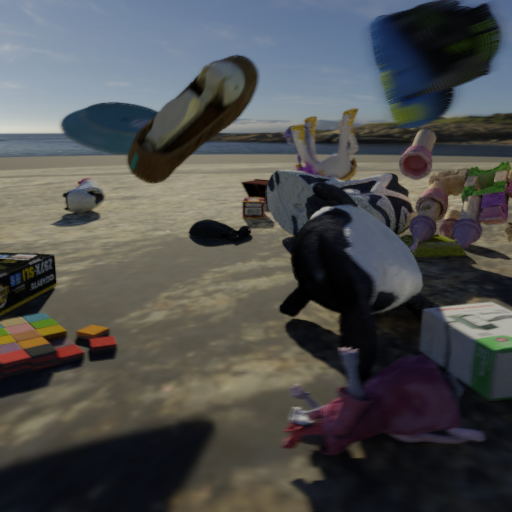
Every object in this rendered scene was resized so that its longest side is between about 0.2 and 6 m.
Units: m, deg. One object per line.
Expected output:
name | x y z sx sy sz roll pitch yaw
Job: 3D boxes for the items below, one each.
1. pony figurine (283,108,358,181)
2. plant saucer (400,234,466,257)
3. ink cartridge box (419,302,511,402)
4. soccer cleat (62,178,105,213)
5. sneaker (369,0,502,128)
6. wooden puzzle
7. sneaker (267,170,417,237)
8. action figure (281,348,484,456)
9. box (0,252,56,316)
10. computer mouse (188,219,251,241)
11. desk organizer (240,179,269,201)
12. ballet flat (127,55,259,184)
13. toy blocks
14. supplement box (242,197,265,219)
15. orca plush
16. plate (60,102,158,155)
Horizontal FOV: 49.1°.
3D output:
pony figurine | 1.621 -2.053 13.989 2.618 2.712 2.259 -17 22 -3
plant saucer | 3.058 -0.203 9.933 0.989 0.237 0.991 -2 13 -7
ink cartridge box | 2.082 0.803 4.961 0.807 0.465 1.106 -3 13 -14
soccer cleat | -4.429 -1.587 15.022 0.936 0.757 2.168 -1 19 0
sneaker | 2.095 -2.418 6.432 1.325 1.133 3.197 -10 26 26
wooden puzzle | -2.442 0.871 5.390 2.054 0.144 1.218 -10 16 -36
sneaker | 1.854 -1.048 11.304 2.118 1.299 3.255 -8 15 -36
action figure | 0.729 1.104 3.821 1.208 0.899 0.809 -20 -20 -18
box | -3.864 0.337 6.960 2.095 0.517 1.673 2 11 8
computer mouse | -0.779 -0.559 11.296 1.250 0.329 0.865 5 14 19
desk organizer | 0.408 -1.860 16.410 1.766 0.633 0.680 11 19 40
ballet flat | -0.702 -1.781 6.654 2.204 0.747 0.797 -45 -7 -17
toy blocks | 3.867 -0.741 9.460 2.455 2.627 2.212 -5 37 34
supplement box | -0.051 -1.184 13.828 0.549 0.433 0.838 0 13 2
orca plush | 0.922 0.433 6.044 2.022 1.366 3.844 44 18 -6
plate | -2.282 -2.305 9.771 2.162 0.276 2.162 9 31 -5
